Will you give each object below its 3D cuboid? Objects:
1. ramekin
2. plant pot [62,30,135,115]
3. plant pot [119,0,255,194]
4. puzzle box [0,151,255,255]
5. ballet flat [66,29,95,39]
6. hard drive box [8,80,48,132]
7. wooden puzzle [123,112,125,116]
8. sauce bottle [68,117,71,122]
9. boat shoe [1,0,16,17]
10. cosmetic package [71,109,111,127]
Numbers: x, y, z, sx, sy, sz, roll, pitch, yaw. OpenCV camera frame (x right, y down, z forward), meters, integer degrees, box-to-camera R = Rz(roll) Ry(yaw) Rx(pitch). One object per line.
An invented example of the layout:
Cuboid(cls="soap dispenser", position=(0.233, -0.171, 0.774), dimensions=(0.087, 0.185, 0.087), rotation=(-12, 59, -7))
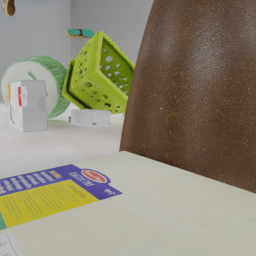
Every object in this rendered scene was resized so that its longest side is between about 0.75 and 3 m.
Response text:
Cuboid(cls="ramekin", position=(-3.510, -1.473, 10.730), dimensions=(2.559, 2.559, 1.250), rotation=(1, 14, 7))
Cuboid(cls="plant pot", position=(-1.090, -1.758, 10.445), dimensions=(2.073, 2.285, 2.273), rotation=(-24, -44, 30))
Cuboid(cls="plant pot", position=(1.184, -0.889, 3.571), dimensions=(2.639, 2.823, 2.639), rotation=(0, 5, 0))
Cuboid(cls="puzzle box", position=(-0.045, 0.615, 1.548), dimensions=(1.644, 0.314, 2.472), rotation=(-9, 11, -31))
Cuboid(cls="ballet flat", position=(-2.138, -4.223, 12.603), dimensions=(1.325, 0.455, 0.418), rotation=(-1, -11, -26))
Cuboid(cls="hard drive box", position=(-3.022, -0.692, 8.363), dimensions=(0.703, 1.427, 1.831), rotation=(-5, 7, -33))
Cuboid(cls="wooden puzzle", position=(1.384, -0.709, 12.600), dimensions=(2.333, 0.470, 2.522), rotation=(6, 8, 40))
Cuboid(cls="sauce bottle", position=(-1.652, -0.326, 10.047), dimensions=(0.981, 0.317, 0.317), rotation=(-4, 8, -31))
Cuboid(cls="boat shoe", position=(-3.663, -3.763, 8.543), dimensions=(0.305, 0.973, 0.357), rotation=(-14, -27, 14))
Cuboid(cls="cosmetic package", position=(-1.251, -0.352, 9.267), dimensions=(0.741, 0.532, 1.312), rotation=(-4, 7, -45))
